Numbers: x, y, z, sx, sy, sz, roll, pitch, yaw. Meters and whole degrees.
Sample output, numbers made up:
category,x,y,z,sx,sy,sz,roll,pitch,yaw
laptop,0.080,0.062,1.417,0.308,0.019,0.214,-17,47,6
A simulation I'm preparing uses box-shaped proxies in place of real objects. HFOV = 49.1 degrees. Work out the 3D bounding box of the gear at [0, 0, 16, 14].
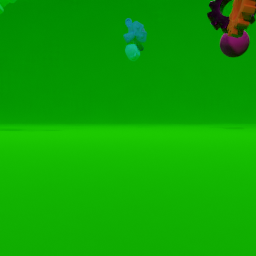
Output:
category,x,y,z,sx,sy,sz,roll,pitch,yaw
gear,-1.986,-2.011,4.040,1.111,1.111,0.206,0,-26,22

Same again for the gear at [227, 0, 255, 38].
category,x,y,z,sx,sy,sz,roll,pitch,yaw
gear,2.277,-2.401,5.530,0.216,1.169,1.169,13,2,4

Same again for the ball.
category,x,y,z,sx,sy,sz,roll,pitch,yaw
ball,3.361,-2.679,8.835,0.888,0.888,0.888,0,1,0

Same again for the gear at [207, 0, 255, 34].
category,x,y,z,sx,sy,sz,roll,pitch,yaw
gear,2.724,-3.091,7.138,1.350,1.350,0.250,1,-16,37

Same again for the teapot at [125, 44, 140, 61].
category,x,y,z,sx,sy,sz,roll,pitch,yaw
teapot,0.232,-3.021,11.048,0.522,0.663,1.067,-23,33,23

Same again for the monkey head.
category,x,y,z,sx,sy,sz,roll,pitch,yaw
monkey head,0.166,-2.622,7.928,0.722,1.004,0.605,-30,14,-11
